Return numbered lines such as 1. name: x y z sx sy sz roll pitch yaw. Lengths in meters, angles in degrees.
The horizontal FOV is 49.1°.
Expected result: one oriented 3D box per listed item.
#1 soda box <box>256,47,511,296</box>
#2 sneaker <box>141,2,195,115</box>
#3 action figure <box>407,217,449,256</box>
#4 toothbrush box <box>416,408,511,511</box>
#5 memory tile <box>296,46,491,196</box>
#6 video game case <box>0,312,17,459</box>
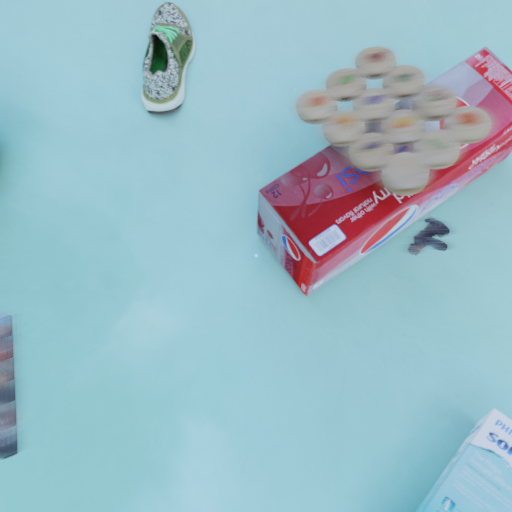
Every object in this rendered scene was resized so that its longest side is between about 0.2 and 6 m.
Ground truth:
1. soda box: 2.290 -1.367 9.151 4.686 1.640 1.486 -33 72 -12
2. sneaker: -1.684 -3.923 10.485 0.951 1.096 2.473 0 68 0
3. action figure: 2.428 -0.276 7.945 0.324 0.934 0.608 25 87 -4
4. toothbrush box: 3.127 3.688 7.274 1.934 1.126 2.641 35 73 22
5. memory tile: 1.879 -2.009 7.958 1.849 0.203 2.413 -37 61 -11
6. video game case: -2.549 0.938 4.746 0.178 1.265 1.400 -24 59 10
